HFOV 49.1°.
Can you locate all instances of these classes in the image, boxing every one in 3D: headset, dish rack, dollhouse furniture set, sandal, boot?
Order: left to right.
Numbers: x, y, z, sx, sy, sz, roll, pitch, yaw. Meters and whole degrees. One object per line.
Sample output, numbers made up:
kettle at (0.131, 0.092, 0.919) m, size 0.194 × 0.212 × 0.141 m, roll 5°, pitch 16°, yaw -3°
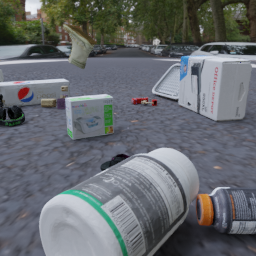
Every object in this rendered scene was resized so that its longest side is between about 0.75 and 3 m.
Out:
headset at (-4.075, -0.574, 9.439) m, size 0.957 × 0.728 × 1.550 m, roll -11°, pitch 32°, yaw -34°
dollhouse furniture set at (-2.974, -1.249, 11.713) m, size 1.183 × 0.937 × 0.839 m, roll 1°, pitch 2°, yaw 12°
boot at (-1.736, -2.666, 9.132) m, size 1.355 × 1.048 × 0.488 m, roll 40°, pitch 32°, yaw 19°
sandal at (-0.051, 0.696, 6.075) m, size 1.192 × 0.285 × 0.448 m, roll -8°, pitch 19°, yaw -25°
dish rack at (2.446, -2.172, 13.499) m, size 2.060 × 0.522 × 2.400 m, roll -51°, pitch 33°, yaw -8°

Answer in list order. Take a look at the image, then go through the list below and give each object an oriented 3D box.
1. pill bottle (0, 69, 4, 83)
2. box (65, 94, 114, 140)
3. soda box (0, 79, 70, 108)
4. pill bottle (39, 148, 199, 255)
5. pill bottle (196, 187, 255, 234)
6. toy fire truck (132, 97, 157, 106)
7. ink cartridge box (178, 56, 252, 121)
pill bottle at (-8.217, -2.747, 15.480) m, size 2.311 × 1.282 × 1.282 m, roll -3°, pitch 17°, yaw -10°
box at (-1.094, -0.352, 8.063) m, size 1.260 × 1.112 × 0.609 m, roll -8°, pitch 19°, yaw -25°
soda box at (-4.104, -1.575, 12.312) m, size 2.951 × 0.939 × 1.005 m, roll -9°, pitch 19°, yaw -26°
pill bottle at (0.053, 1.010, 3.579) m, size 1.168 × 1.168 × 2.065 m, roll 12°, pitch 20°, yaw 35°
pill bottle at (1.595, 1.161, 3.966) m, size 1.204 × 0.639 × 0.639 m, roll 1°, pitch 17°, yaw 1°
toy fire truck at (0.696, -1.129, 12.047) m, size 0.995 × 0.243 × 0.702 m, roll -3°, pitch 18°, yaw -11°
ink cartridge box at (3.088, -1.599, 10.519) m, size 1.191 × 2.044 × 2.828 m, roll -5°, pitch 18°, yaw -17°
